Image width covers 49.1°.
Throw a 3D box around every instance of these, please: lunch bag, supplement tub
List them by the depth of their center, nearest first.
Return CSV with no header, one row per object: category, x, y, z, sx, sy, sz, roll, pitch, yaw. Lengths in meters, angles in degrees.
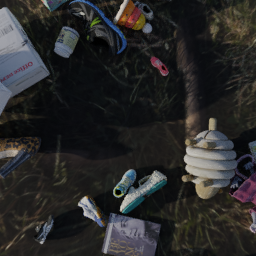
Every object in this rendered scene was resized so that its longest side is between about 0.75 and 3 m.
lunch bag,-3.032,-5.582,9.900,1.283,2.104,1.793,-36,83,-4
supplement tub,-2.256,-3.136,10.272,0.677,0.677,0.934,21,83,3

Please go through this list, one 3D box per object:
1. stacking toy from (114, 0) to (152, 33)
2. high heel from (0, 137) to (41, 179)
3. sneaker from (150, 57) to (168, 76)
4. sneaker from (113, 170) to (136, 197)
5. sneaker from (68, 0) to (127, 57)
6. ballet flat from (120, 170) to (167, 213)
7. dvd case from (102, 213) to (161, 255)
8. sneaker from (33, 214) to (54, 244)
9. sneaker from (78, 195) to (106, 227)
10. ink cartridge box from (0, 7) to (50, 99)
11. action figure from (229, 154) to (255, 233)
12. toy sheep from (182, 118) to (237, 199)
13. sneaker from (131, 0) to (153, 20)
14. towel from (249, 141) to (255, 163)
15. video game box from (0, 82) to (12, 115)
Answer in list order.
stacking toy,0.291,-4.017,10.383,1.423,1.039,1.039,28,83,-12
high heel,-4.376,0.390,9.863,2.488,0.888,1.773,40,64,15
sneaker,1.188,-2.330,10.310,0.323,0.380,0.877,-42,83,-6
sneaker,-0.090,1.906,9.530,0.445,0.730,1.119,34,83,5
sneaker,-1.245,-3.639,10.215,2.616,0.927,1.084,43,77,3
ballet flat,0.461,2.159,9.635,1.921,0.689,0.689,-34,83,-8
dvd case,0.114,3.756,9.564,1.785,0.143,1.327,13,82,2
sneaker,-2.861,3.378,9.458,0.460,0.338,1.018,28,84,-23
sneaker,-1.221,2.913,9.589,0.523,0.447,1.187,-38,77,6
ink cartridge box,-4.303,-2.590,9.972,1.860,1.068,2.561,-31,84,-2
action figure,4.366,2.319,9.464,2.274,1.693,1.523,44,113,-12
toy sheep,2.668,1.003,9.146,1.830,1.830,2.655,8,96,1
sneaker,0.474,-4.568,10.577,1.136,0.503,0.421,31,84,5
towel,5.238,1.119,9.813,1.527,0.430,1.784,-18,82,0
video game box,-5.037,-0.722,8.996,2.211,0.568,2.427,38,102,26
